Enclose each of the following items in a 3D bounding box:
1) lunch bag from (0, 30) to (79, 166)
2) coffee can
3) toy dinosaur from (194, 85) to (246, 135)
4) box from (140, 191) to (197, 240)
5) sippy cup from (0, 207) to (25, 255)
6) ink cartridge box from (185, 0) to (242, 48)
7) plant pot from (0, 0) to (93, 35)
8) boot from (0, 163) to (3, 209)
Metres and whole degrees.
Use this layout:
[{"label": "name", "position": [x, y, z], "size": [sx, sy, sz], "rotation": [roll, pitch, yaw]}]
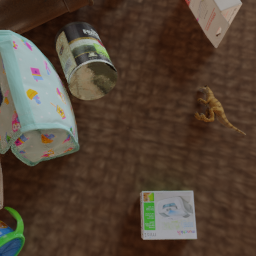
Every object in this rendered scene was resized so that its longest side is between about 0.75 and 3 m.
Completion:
[{"label": "lunch bag", "position": [-2.204, -0.551, 6.336], "size": [1.655, 2.714, 2.312], "rotation": [-18, 76, -5]}, {"label": "coffee can", "position": [-1.103, -1.718, 7.166], "size": [1.221, 1.221, 1.669], "rotation": [-21, 56, -6]}, {"label": "toy dinosaur", "position": [2.349, -0.405, 7.443], "size": [0.934, 0.531, 1.759], "rotation": [-27, 76, -9]}, {"label": "box", "position": [0.927, 2.074, 6.683], "size": [1.234, 0.597, 1.089], "rotation": [0, 72, -1]}, {"label": "sippy cup", "position": [-3.161, 2.551, 6.328], "size": [1.105, 1.184, 1.508], "rotation": [34, 45, 20]}, {"label": "ink cartridge box", "position": [2.445, -3.493, 7.990], "size": [0.697, 1.202, 2.064], "rotation": [-23, 76, -6]}, {"label": "plant pot", "position": [-2.826, -3.905, 7.474], "size": [2.790, 2.818, 2.818], "rotation": [-32, 76, 0]}, {"label": "boot", "position": [-3.826, 0.752, 6.720], "size": [1.296, 0.998, 2.712], "rotation": [-11, 68, -22]}]
